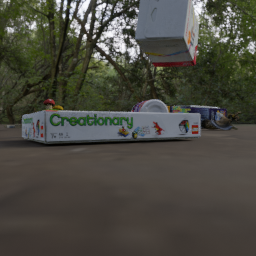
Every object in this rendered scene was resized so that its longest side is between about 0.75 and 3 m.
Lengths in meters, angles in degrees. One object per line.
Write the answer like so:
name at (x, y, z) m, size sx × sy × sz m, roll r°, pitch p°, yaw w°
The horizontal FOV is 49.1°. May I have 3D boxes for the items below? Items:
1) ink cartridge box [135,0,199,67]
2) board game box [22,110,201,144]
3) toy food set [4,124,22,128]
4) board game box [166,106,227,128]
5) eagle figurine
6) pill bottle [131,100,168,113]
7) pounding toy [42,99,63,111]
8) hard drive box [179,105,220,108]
ink cartridge box at (1.494, -3.460, 10.114) m, size 1.720 × 1.728 × 2.379 m, roll 4°, pitch -8°, yaw 23°
board game box at (-0.199, -0.018, 3.176) m, size 1.742 × 0.302 × 1.100 m, roll -1°, pitch 0°, yaw -30°
toy food set at (-3.904, -0.160, 11.570) m, size 1.253 × 0.310 × 1.971 m, roll 1°, pitch 1°, yaw 34°
board game box at (2.391, -0.421, 11.408) m, size 2.311 × 0.793 × 2.796 m, roll 1°, pitch 1°, yaw -1°
eagle figurine at (2.579, -0.151, 7.754) m, size 0.913 × 0.689 × 0.693 m, roll -29°, pitch -38°, yaw -11°
pill bottle at (0.652, -0.462, 9.763) m, size 0.970 × 0.970 × 1.741 m, roll 0°, pitch 1°, yaw -15°
pounding toy at (-3.168, -0.697, 12.860) m, size 2.205 × 1.023 × 1.702 m, roll 3°, pitch -12°, yaw -13°
hard drive box at (3.468, -0.644, 15.955) m, size 2.953 × 1.134 × 2.302 m, roll -1°, pitch 2°, yaw -43°
